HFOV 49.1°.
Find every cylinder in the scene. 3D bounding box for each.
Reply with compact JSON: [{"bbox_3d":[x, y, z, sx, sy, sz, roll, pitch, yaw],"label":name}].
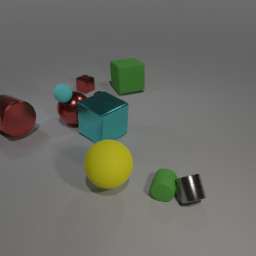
[{"bbox_3d":[1.068,1.673,8.259,0.700,0.700,0.700,9,33,14],"label":"cylinder"},{"bbox_3d":[-4.580,-0.507,10.978,1.400,1.400,1.400,19,36,38],"label":"cylinder"},{"bbox_3d":[1.780,1.715,7.950,0.700,0.700,0.700,-9,75,-15],"label":"cylinder"}]

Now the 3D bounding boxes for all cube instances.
[{"bbox_3d":[-0.961,-0.385,10.841,1.400,1.400,1.400,29,42,33],"label":"cube"},{"bbox_3d":[-2.233,-2.308,14.688,0.700,0.700,0.700,22,38,31],"label":"cube"},{"bbox_3d":[-0.035,-2.735,14.572,1.400,1.400,1.400,-12,29,-17],"label":"cube"}]

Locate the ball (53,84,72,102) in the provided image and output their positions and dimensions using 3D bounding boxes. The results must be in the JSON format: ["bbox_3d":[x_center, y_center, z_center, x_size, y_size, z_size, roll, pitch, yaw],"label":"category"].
[{"bbox_3d":[-2.483,-1.329,10.691,0.700,0.700,0.700,0,32,0],"label":"ball"}]

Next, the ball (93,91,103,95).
[{"bbox_3d":[-1.331,-1.402,13.236,0.700,0.700,0.700,0,32,0],"label":"ball"}]

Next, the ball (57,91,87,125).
[{"bbox_3d":[-2.239,-0.834,11.628,1.400,1.400,1.400,0,32,0],"label":"ball"}]

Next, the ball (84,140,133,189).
[{"bbox_3d":[-0.563,1.037,8.101,1.400,1.400,1.400,0,32,0],"label":"ball"}]
